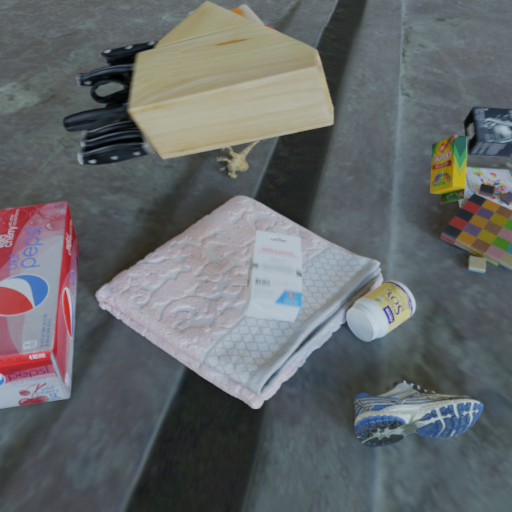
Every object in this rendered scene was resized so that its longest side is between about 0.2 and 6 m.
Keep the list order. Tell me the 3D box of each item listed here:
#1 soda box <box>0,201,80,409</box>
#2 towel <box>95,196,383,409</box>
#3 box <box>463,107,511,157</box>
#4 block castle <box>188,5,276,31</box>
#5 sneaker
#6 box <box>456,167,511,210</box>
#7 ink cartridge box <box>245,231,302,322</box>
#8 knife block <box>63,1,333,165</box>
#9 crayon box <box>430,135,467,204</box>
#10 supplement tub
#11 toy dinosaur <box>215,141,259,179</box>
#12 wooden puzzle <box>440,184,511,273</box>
[{"bbox_3d":[-3.922,0.661,9.772,1.367,1.238,3.905,-8,41,-9],"label":"soda box"},{"bbox_3d":[-0.221,0.493,10.445,3.866,0.653,4.048,27,46,29],"label":"towel"},{"bbox_3d":[4.415,-2.325,10.540,0.791,0.499,0.805,3,66,-3],"label":"box"},{"bbox_3d":[-0.861,-3.509,11.398,1.355,2.888,1.930,50,43,9],"label":"block castle"},{"bbox_3d":[2.372,2.209,8.346,1.949,0.751,0.830,-4,36,-6],"label":"sneaker"},{"bbox_3d":[5.628,-1.539,13.082,1.812,0.373,1.412,5,40,7],"label":"box"},{"bbox_3d":[0.282,0.298,8.723,0.792,0.463,1.366,9,51,-6],"label":"ink cartridge box"},{"bbox_3d":[-1.145,-2.232,8.620,3.246,1.183,3.697,-46,56,-9],"label":"knife block"},{"bbox_3d":[3.227,-1.435,9.412,0.264,1.039,0.659,5,-4,-16],"label":"crayon box"},{"bbox_3d":[2.168,0.963,9.783,1.048,0.762,0.762,-28,47,-29],"label":"supplement tub"},{"bbox_3d":[-0.538,-2.448,14.228,0.809,0.466,1.599,24,51,4],"label":"toy dinosaur"},{"bbox_3d":[4.975,-0.535,11.818,1.581,0.187,2.666,31,56,25],"label":"wooden puzzle"}]
